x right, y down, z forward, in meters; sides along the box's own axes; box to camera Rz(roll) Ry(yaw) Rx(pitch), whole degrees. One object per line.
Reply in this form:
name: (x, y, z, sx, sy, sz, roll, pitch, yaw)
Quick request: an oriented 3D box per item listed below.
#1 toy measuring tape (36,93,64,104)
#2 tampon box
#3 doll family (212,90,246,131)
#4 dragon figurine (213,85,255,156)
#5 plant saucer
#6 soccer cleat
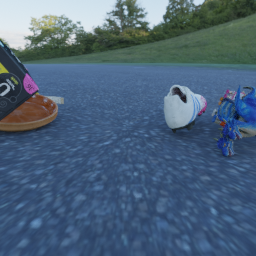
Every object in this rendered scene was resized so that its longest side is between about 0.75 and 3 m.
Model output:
toy measuring tape: (-3.588, -1.056, 10.444, 2.332, 0.858, 0.858, -1, 12, -43)
tampon box: (-3.456, -1.423, 6.870, 1.459, 1.733, 2.312, -40, 34, -6)
doll family: (2.805, -0.487, 7.713, 0.736, 1.187, 0.535, 24, 10, -5)
dragon figurine: (2.663, -0.437, 6.600, 1.301, 0.770, 2.617, 20, 53, -9)
plant saucer: (-3.430, -0.519, 8.510, 2.513, 0.406, 2.513, 8, 26, -4)
soccer cleat: (1.632, -0.774, 7.879, 0.902, 1.115, 2.583, -13, 14, 25)
